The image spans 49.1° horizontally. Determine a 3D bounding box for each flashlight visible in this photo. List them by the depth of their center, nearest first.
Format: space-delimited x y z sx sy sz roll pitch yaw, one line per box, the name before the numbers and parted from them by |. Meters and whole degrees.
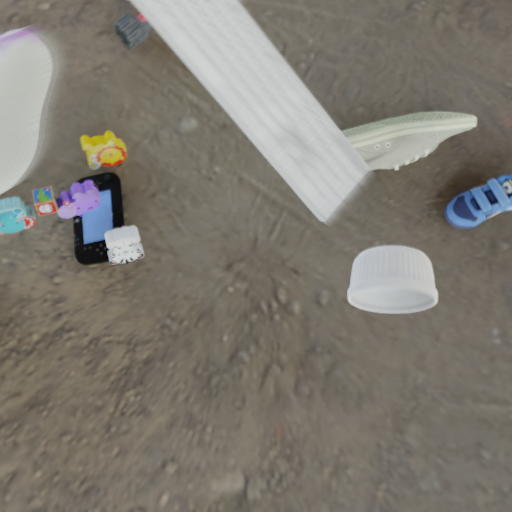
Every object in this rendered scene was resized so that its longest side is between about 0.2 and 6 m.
flashlight | -1.949 -4.725 10.670 0.589 0.591 1.739 41 73 20

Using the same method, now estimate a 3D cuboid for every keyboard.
keyboard | -0.023 -2.140 6.995 3.831 0.204 1.078 47 67 -18

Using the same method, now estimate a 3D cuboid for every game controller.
game controller | -2.576 -0.613 9.157 0.837 0.338 1.604 -8 68 -4

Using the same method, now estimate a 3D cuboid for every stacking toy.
stacking toy | -3.331 -0.726 8.730 2.955 0.694 2.228 -13 60 -13

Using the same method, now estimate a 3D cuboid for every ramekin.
ramekin | 1.735 0.305 7.157 1.111 1.111 0.583 5 68 2

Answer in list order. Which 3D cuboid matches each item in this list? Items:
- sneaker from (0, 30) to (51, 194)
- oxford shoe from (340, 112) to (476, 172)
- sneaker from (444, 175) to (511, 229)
sneaker | -2.739 -1.561 6.075 1.014 0.645 1.779 43 109 45
oxford shoe | 2.439 -1.901 9.475 2.789 1.049 0.805 -17 110 -15
sneaker | 3.838 -0.949 9.118 1.619 0.666 0.599 -21 72 -7
